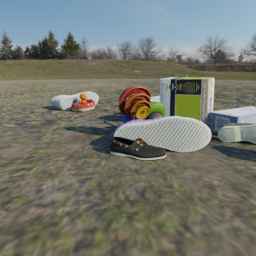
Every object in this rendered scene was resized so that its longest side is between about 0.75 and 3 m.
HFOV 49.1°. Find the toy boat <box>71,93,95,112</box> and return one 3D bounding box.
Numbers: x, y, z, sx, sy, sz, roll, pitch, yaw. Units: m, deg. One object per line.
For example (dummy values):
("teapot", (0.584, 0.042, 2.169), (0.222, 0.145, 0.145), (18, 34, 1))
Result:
("toy boat", (-2.290, -1.348, 14.435), (0.908, 0.910, 1.392), (5, 14, 22))

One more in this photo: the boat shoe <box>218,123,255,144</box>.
("boat shoe", (3.665, 0.136, 8.392), (1.802, 0.644, 0.539), (2, 17, 25))

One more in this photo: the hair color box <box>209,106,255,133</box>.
("hair color box", (4.167, -0.272, 10.015), (2.419, 0.733, 1.197), (-9, 15, -32))

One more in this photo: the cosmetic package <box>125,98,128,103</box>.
("cosmetic package", (0.814, -1.343, 15.346), (1.993, 0.505, 0.823), (12, 17, 42))

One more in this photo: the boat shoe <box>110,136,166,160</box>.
("boat shoe", (0.241, 0.507, 7.188), (1.501, 0.470, 0.549), (7, 14, 23))

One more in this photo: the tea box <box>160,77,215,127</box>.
("tea box", (2.217, -0.963, 10.543), (1.810, 1.840, 1.229), (6, 14, 26))

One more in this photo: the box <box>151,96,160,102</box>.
("box", (1.672, -1.042, 13.355), (1.517, 0.782, 2.601), (8, 14, 32))

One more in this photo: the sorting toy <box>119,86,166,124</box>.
("sorting toy", (0.534, -0.349, 9.161), (2.316, 1.392, 0.951), (37, 17, -46))

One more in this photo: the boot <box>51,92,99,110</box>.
("boot", (-2.934, -1.585, 15.408), (2.539, 0.934, 1.213), (-13, 24, -43))

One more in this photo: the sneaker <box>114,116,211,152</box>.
("sneaker", (0.986, 0.053, 8.164), (2.643, 0.958, 1.507), (2, 10, 8))
